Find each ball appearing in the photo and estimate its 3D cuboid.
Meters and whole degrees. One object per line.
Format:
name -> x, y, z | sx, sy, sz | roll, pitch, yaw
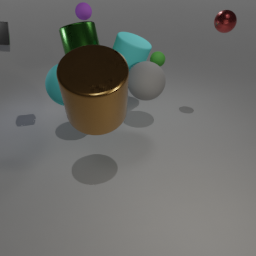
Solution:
ball -> 0.655, -1.696, 10.130 | 1.400, 1.400, 1.400 | 0, 29, 0
ball -> 3.129, -3.424, 9.005 | 0.700, 0.700, 0.700 | 0, 29, 0
ball -> -1.883, -4.940, 11.863 | 0.700, 0.700, 0.700 | 0, 29, 0
ball -> -1.934, -1.402, 9.002 | 1.400, 1.400, 1.400 | 0, 29, 0
ball -> 1.367, -3.167, 12.899 | 0.700, 0.700, 0.700 | 0, 29, 0

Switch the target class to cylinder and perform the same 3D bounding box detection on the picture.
cylinder -> -0.702, -0.778, 5.969 | 1.400, 1.400, 1.400 | 1, 57, -2
cylinder -> 0.030, -2.802, 10.960 | 1.400, 1.400, 1.400 | 16, 34, -11
cylinder -> -1.820, -3.246, 10.861 | 1.400, 1.400, 1.400 | -12, 12, 3

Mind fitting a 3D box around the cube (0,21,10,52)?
cube -> -3.929, -2.739, 8.396 | 0.700, 0.700, 0.700 | -3, 0, -23
